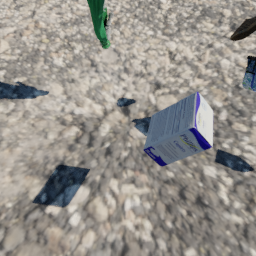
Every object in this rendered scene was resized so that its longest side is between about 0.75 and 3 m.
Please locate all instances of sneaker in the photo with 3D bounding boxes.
[{"bbox_3d":[3.116,-2.645,7.340,0.338,0.959,0.362,14,66,-36],"label":"sneaker"}]

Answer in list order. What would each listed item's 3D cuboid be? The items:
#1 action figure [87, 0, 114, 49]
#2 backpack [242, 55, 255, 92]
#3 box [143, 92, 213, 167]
[{"bbox_3d":[-0.738,-3.068,7.553,0.547,1.999,1.181,-24,45,-18],"label":"action figure"},{"bbox_3d":[3.375,-1.350,7.184,0.777,0.849,0.624,2,21,-34],"label":"backpack"},{"bbox_3d":[1.065,0.039,5.815,0.655,1.248,1.148,44,39,-23],"label":"box"}]
